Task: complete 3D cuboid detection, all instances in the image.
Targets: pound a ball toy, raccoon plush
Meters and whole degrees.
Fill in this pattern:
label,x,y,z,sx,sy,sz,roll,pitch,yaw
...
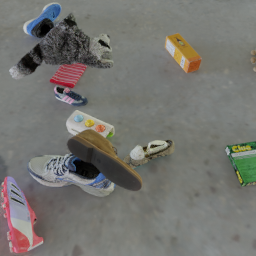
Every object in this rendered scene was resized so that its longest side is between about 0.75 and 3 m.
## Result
label,x,y,z,sx,sy,sz,roll,pitch,yaw
pound a ball toy,-1.352,0.204,9.991,1.868,0.794,1.218,24,57,17
raccoon plush,-1.839,-2.021,8.654,2.926,1.961,1.416,-36,22,16

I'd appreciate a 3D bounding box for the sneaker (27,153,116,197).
label,x,y,z,sx,sy,sz,roll,pitch,yaw
sneaker,-1.845,1.235,8.943,2.973,1.266,1.145,9,54,7

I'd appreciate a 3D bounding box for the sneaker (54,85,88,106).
label,x,y,z,sx,sy,sz,roll,pitch,yaw
sneaker,-2.307,-1.294,11.204,1.452,0.596,0.509,15,55,11

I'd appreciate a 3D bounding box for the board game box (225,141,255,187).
label,x,y,z,sx,sy,sz,roll,pitch,yaw
board game box,5.015,1.068,9.661,2.894,0.339,1.516,-7,56,-5

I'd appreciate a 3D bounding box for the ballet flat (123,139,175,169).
label,x,y,z,sx,sy,sz,roll,pitch,yaw
ballet flat,0.687,0.787,9.589,1.978,0.745,0.671,-17,50,-12

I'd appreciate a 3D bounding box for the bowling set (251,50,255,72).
label,x,y,z,sx,sy,sz,roll,pitch,yaw
bowling set,5.987,-3.315,12.444,0.823,1.066,1.532,0,50,2

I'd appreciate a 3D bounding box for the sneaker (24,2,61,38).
label,x,y,z,sx,sy,sz,roll,pitch,yaw
sneaker,-3.909,-5.296,13.916,1.303,0.899,2.343,30,63,27

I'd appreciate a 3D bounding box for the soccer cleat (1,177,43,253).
label,x,y,z,sx,sy,sz,roll,pitch,yaw
soccer cleat,-3.231,2.510,8.405,0.917,0.800,2.398,-6,51,-28

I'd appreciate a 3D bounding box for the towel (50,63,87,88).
label,x,y,z,sx,sy,sz,roll,pitch,yaw
towel,-2.598,-2.423,12.296,1.148,0.179,1.588,16,55,10

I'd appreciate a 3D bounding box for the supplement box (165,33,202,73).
label,x,y,z,sx,sy,sz,roll,pitch,yaw
supplement box,2.466,-3.439,12.733,0.683,0.706,2.053,-19,58,-14

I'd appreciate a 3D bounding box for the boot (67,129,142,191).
label,x,y,z,sx,sy,sz,roll,pitch,yaw
boot,-0.448,0.744,7.192,2.187,0.805,0.825,35,41,11
